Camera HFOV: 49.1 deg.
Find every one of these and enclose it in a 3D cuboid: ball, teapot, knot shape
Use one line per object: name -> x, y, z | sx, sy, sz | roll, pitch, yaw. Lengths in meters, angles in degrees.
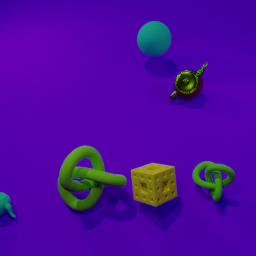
ball -> 0.969, -3.285, 10.374 | 1.241, 1.241, 1.241 | 0, 51, 0
teapot -> 2.050, -1.543, 9.460 | 1.669, 0.817, 1.038 | -43, 75, 15
teapot -> -3.294, 1.965, 7.032 | 1.089, 0.533, 0.677 | 9, 13, 15
knot shape -> -1.070, 1.353, 6.928 | 1.780, 1.666, 0.822 | 32, 27, -31
knot shape -> 2.232, 1.270, 7.138 | 0.503, 1.018, 1.088 | -9, 60, -37

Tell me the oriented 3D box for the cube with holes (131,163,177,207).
cube with holes -> 0.649, 1.377, 6.962 | 0.770, 0.770, 0.770 | -12, 9, -40
